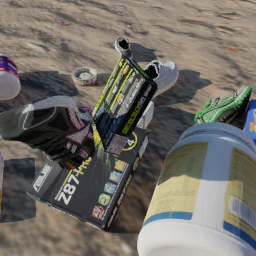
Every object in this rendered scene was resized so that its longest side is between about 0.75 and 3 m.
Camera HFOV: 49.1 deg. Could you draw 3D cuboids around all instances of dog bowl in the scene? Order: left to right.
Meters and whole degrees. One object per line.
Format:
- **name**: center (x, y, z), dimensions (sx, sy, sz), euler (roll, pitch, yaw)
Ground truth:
- **dog bowl**: center (-1.646, -1.947, 10.701), dimensions (0.964, 0.356, 0.964), euler (0, 43, 0)

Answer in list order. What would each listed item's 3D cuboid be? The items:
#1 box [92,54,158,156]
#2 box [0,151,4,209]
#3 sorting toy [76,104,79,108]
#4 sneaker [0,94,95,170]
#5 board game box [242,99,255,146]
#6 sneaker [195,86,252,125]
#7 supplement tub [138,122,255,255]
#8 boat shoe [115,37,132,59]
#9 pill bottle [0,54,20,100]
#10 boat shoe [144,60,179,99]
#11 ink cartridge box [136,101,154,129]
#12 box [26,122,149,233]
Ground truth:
- **box**: center (-0.154, -0.496, 5.478), dimensions (0.366, 1.540, 1.487), euler (20, 22, -25)
- **box**: center (-3.394, 1.422, 7.005), dimensions (0.408, 0.381, 1.970), euler (-11, 44, -12)
- **sorting toy**: center (-1.919, -0.207, 8.577), dimensions (0.678, 0.673, 1.955), euler (8, 42, 8)
- **sneaker**: center (-1.064, 0.170, 4.653), dimensions (1.009, 2.512, 1.084), euler (-19, 83, 16)
- **board game box**: center (4.242, 0.163, 8.266), dimensions (1.574, 0.524, 2.341), euler (17, 45, 18)
- **sneaker**: center (3.107, -0.756, 8.960), dimensions (2.456, 0.958, 1.046), euler (-33, 52, -30)
- **supplement tub**: center (1.589, 1.479, 5.636), dimensions (2.131, 2.131, 2.946), euler (14, 45, 15)
- **boat shoe**: center (-0.138, -3.618, 12.278), dimensions (0.686, 0.675, 1.904), euler (-10, 43, -10)
- **pill bottle**: center (-4.549, -1.935, 10.137), dimensions (1.086, 1.086, 1.931), euler (-15, 45, -16)
- **boat shoe**: center (0.919, -1.886, 10.151), dimensions (1.046, 0.995, 2.906), euler (33, 52, 31)
- **ink cartridge box**: center (-0.130, -0.222, 8.512), dimensions (1.290, 0.751, 1.771), euler (19, 48, 18)
- **box**: center (-0.889, 0.916, 6.897), dimensions (2.069, 0.630, 2.567), euler (18, 63, 19)
